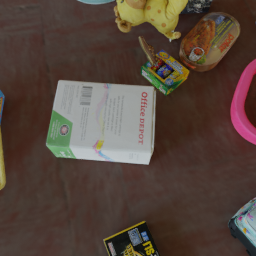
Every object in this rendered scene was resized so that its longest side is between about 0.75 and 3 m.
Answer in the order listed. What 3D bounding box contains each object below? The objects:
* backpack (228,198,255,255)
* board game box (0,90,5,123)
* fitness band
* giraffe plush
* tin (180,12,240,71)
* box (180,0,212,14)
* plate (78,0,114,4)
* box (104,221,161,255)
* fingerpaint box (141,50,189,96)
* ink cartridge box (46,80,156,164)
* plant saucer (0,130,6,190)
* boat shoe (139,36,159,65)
[{"bbox_3d":[3.242,2.183,6.407,1.436,1.101,1.263,-31,64,-21],"label":"backpack"},{"bbox_3d":[-4.223,-0.399,7.791,1.320,0.369,1.293,-6,60,0],"label":"board game box"},{"bbox_3d":[4.162,-0.797,7.981,2.144,0.559,2.986,22,67,10],"label":"fitness band"},{"bbox_3d":[0.564,-3.672,8.204,1.895,2.336,2.016,0,36,-8],"label":"giraffe plush"},{"bbox_3d":[2.596,-2.743,8.892,1.308,0.489,2.336,36,71,19],"label":"tin"},{"bbox_3d":[2.250,-4.419,9.244,1.015,1.114,0.580,-5,67,-2],"label":"box"},{"bbox_3d":[-1.113,-5.523,10.169,2.494,0.319,2.494,0,68,0],"label":"plate"},{"bbox_3d":[0.188,3.014,6.437,1.091,0.337,1.366,-21,68,-10],"label":"box"},{"bbox_3d":[1.098,-1.680,8.437,0.935,0.411,1.121,-40,72,-16],"label":"fingerpaint box"},{"bbox_3d":[-0.599,-0.140,7.378,2.567,1.123,1.865,3,67,3],"label":"ink cartridge box"},{"bbox_3d":[-2.851,0.013,4.017,1.951,0.473,1.950,-5,95,-16],"label":"plant saucer"},{"bbox_3d":[0.595,-2.261,8.063,0.304,0.900,0.324,-30,25,7],"label":"boat shoe"}]
